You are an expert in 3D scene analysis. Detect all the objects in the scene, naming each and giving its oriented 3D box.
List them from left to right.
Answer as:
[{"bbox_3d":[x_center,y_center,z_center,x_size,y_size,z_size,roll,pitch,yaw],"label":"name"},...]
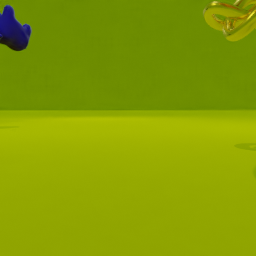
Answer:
[{"bbox_3d":[-3.562,-2.665,8.014,0.946,1.695,1.723,-14,-29,21],"label":"cow figurine"},{"bbox_3d":[1.822,-1.717,4.239,1.080,0.533,1.154,-19,29,-14],"label":"knot shape"}]
